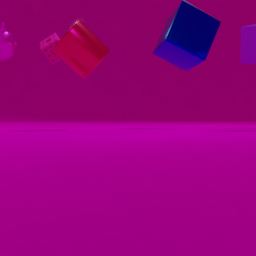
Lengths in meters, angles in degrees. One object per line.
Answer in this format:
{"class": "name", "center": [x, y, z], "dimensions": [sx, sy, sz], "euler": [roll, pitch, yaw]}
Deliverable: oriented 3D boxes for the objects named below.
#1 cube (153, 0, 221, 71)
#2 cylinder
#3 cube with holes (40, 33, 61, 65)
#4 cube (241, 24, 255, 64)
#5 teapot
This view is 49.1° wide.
{"class": "cube", "center": [1.722, -2.698, 8.428], "dimensions": [1.302, 1.302, 1.302], "euler": [25, -7, -9]}
{"class": "cylinder", "center": [-1.098, -1.836, 6.594], "dimensions": [0.961, 0.961, 0.961], "euler": [42, -14, -18]}
{"class": "cube with holes", "center": [-2.989, -3.203, 11.300], "dimensions": [0.763, 0.763, 0.763], "euler": [-31, 41, 3]}
{"class": "cube", "center": [3.148, -1.925, 6.322], "dimensions": [0.826, 0.826, 0.826], "euler": [-20, 23, -31]}
{"class": "teapot", "center": [-4.254, -2.755, 9.269], "dimensions": [1.128, 1.814, 0.888], "euler": [6, 39, -29]}
